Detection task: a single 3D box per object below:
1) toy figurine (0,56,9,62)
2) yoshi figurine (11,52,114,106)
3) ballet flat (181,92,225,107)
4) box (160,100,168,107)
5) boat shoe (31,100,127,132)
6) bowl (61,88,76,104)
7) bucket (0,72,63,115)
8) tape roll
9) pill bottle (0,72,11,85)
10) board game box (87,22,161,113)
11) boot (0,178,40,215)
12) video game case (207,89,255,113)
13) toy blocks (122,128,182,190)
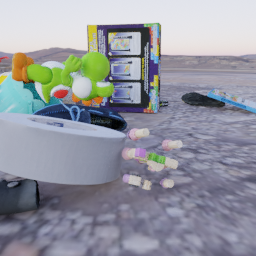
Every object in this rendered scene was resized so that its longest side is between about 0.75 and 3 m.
[{"bbox_3d":[-4.089,-0.426,7.133,1.581,1.795,2.997,10,56,-5],"label":"toy figurine"},{"bbox_3d":[-1.381,-1.364,6.488,2.267,1.269,1.274,11,53,-6],"label":"yoshi figurine"},{"bbox_3d":[2.934,-1.046,11.090,1.791,0.595,0.509,13,-19,35],"label":"ballet flat"},{"bbox_3d":[0.952,-0.994,11.161,0.930,0.229,0.963,-12,19,-35],"label":"box"},{"bbox_3d":[-1.032,-0.171,6.243,2.311,0.972,0.793,-12,20,-35],"label":"boat shoe"},{"bbox_3d":[-2.578,-1.343,11.237,1.896,0.852,1.896,0,13,0],"label":"bowl"},{"bbox_3d":[-2.550,-0.767,7.183,1.026,1.578,1.578,-37,6,14],"label":"bucket"},{"bbox_3d":[-1.025,0.242,4.201,1.948,0.644,1.948,10,3,-1],"label":"tape roll"},{"bbox_3d":[-3.771,-1.241,9.714,2.512,1.398,1.398,9,16,38],"label":"pill bottle"},{"bbox_3d":[-0.102,-2.018,9.610,2.414,2.920,0.828,3,15,11],"label":"board game box"},{"bbox_3d":[-1.676,0.896,2.984,1.407,0.462,1.160,0,15,-17],"label":"boot"},{"bbox_3d":[3.864,-0.991,10.122,1.825,0.162,1.306,23,23,18],"label":"video game case"},{"bbox_3d":[0.238,0.467,3.934,0.741,0.793,0.668,20,-15,-26],"label":"toy blocks"}]
